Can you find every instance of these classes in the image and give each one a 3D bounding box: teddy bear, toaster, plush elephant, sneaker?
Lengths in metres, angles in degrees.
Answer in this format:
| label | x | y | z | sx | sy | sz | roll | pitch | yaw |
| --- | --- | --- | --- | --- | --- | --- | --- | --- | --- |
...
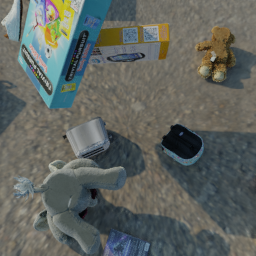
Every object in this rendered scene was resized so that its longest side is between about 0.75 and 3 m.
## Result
| label | x | y | z | sx | sy | sz | roll | pitch | yaw |
| --- | --- | --- | --- | --- | --- | --- | --- | --- | --- |
| teddy bear | 2.952 | -2.422 | 9.399 | 1.390 | 0.640 | 1.917 | -1 | 74 | 7 |
| toaster | -1.165 | 0.326 | 8.060 | 1.354 | 0.769 | 0.875 | -23 | 71 | -7 |
| plush elephant | -1.462 | 1.722 | 7.000 | 2.433 | 1.884 | 2.004 | 16 | 77 | -1 |
| sneaker | -2.839 | -2.695 | 6.828 | 0.460 | 1.087 | 0.396 | 10 | 22 | -13 |

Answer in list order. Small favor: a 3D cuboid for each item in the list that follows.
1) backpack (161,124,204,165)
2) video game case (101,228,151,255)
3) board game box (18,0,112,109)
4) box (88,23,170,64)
| label | x | y | z | sx | sy | sz | roll | pitch | yaw |
| --- | --- | --- | --- | --- | --- | --- | --- | --- | --- |
| backpack | 1.572 | 0.521 | 7.911 | 1.070 | 0.806 | 0.950 | 31 | 72 | 32 |
| video game case | -0.052 | 3.169 | 7.201 | 1.111 | 0.105 | 0.793 | 18 | 68 | 9 |
| board game box | -1.500 | -1.985 | 5.928 | 0.594 | 2.532 | 1.912 | -8 | 48 | -43 |
| box | -0.197 | -2.004 | 6.872 | 2.343 | 1.395 | 0.486 | -1 | 87 | 3 |
